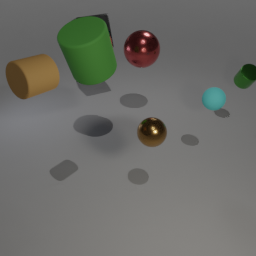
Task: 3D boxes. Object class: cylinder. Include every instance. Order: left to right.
[{"bbox_3d":[-1.770,-0.965,5.222,0.700,0.700,0.700,22,35,31],"label":"cylinder"},{"bbox_3d":[-1.138,-2.211,8.085,1.400,1.400,1.400,-6,52,8],"label":"cylinder"},{"bbox_3d":[4.420,-1.920,10.457,0.700,0.700,0.700,1,72,-3],"label":"cylinder"}]

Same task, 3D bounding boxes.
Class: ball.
[{"bbox_3d":[0.531,-3.017,10.737,1.400,1.400,1.400,0,33,0],"label":"ball"},{"bbox_3d":[0.558,0.098,6.523,0.700,0.700,0.700,0,33,0],"label":"ball"},{"bbox_3d":[2.597,-0.881,8.479,0.700,0.700,0.700,0,33,0],"label":"ball"}]

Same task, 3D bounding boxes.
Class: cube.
[{"bbox_3d":[-1.610,-4.020,12.092,1.400,1.400,1.400,-17,18,-21],"label":"cube"}]
